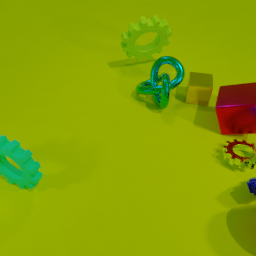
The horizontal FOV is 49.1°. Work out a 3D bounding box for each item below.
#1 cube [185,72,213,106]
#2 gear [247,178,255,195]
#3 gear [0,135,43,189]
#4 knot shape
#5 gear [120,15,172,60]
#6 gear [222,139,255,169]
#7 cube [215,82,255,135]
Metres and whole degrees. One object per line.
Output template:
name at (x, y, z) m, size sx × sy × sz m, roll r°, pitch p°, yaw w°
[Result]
cube at (2.453, -1.360, 9.684) m, size 0.800 × 0.800 × 0.800 m, roll 8°, pitch 47°, yaw 8°
gear at (3.658, 1.295, 6.805) m, size 1.382 × 1.382 × 0.256 m, roll -15°, pitch 85°, yaw -14°
gear at (-2.875, 0.885, 7.014) m, size 1.547 × 1.547 × 0.286 m, roll 18°, pitch 43°, yaw 16°
knot shape at (1.162, -1.629, 9.477) m, size 1.668 × 0.824 × 1.782 m, roll -55°, pitch 39°, yaw 9°
gear at (0.677, -3.319, 10.449) m, size 1.881 × 1.881 × 0.348 m, roll -12°, pitch 64°, yaw -11°
gear at (3.260, 0.723, 7.950) m, size 1.105 × 0.204 × 1.105 m, roll -1°, pitch 34°, yaw 0°
cube at (3.368, -0.575, 8.493) m, size 1.116 × 1.116 × 1.116 m, roll -3°, pitch 42°, yaw 30°
